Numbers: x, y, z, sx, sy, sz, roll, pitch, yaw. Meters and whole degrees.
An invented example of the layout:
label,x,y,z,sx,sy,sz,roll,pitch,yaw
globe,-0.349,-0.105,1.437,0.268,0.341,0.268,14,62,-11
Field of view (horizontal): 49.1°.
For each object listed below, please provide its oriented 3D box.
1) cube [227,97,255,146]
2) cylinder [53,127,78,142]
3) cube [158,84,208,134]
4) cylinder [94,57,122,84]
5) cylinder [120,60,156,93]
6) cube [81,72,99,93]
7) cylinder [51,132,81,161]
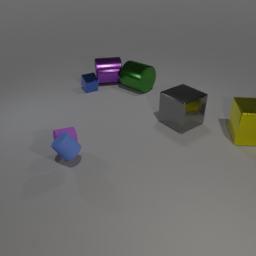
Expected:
label,x,y,z,sx,sy,sz,roll,pitch,yaw
cube,4.792,-0.255,10.798,1.400,1.400,1.400,3,32,4
cylinder,-2.214,0.354,9.882,0.700,0.700,0.700,-11,34,-24
cube,2.267,-0.842,11.735,1.400,1.400,1.400,-22,38,-31
cylinder,-1.092,-3.163,15.414,1.400,1.400,1.400,-6,33,-8
cylinder,0.522,-2.714,14.700,1.400,1.400,1.400,24,39,33
cube,-1.997,-2.371,14.654,0.700,0.700,0.700,-16,55,-24
cylinder,-2.014,0.597,9.164,0.700,0.700,0.700,-32,27,18
